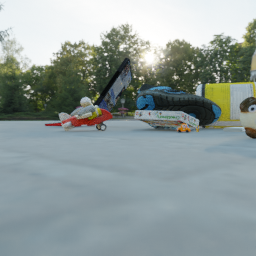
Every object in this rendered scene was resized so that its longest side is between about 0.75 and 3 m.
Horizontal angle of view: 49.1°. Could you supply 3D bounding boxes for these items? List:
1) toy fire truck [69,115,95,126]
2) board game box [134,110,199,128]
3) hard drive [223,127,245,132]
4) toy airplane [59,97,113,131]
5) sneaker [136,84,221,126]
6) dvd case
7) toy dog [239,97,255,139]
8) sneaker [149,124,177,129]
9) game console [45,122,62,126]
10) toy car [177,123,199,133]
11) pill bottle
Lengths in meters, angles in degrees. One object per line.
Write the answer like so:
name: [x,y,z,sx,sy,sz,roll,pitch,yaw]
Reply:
toy fire truck: [-2.188,-0.335,13.033,1.529,0.528,2.168,-1,2,-16]
board game box: [1.152,-0.265,8.471,1.655,0.286,1.045,5,-9,42]
hard drive: [3.168,0.039,8.045,0.538,0.109,0.816,2,3,42]
toy airplane: [-1.325,-0.404,8.199,1.399,0.987,1.393,1,3,25]
sneaker: [1.727,-0.923,9.471,2.904,1.063,1.189,14,35,-5]
dvd case: [-0.674,-1.592,12.584,0.245,2.788,1.989,31,-12,12]
toy dog: [2.733,-0.267,5.190,1.376,0.960,1.334,-3,-3,-22]
sneaker: [1.086,-0.249,9.924,0.694,0.576,1.452,-3,3,-32]
game console: [-3.369,-0.212,14.255,1.217,0.214,1.376,1,2,14]
toy car: [1.597,-0.013,7.462,0.372,0.252,0.759,2,3,38]
pill bottle: [4.021,-0.814,10.192,2.950,1.652,1.652,1,2,17]
